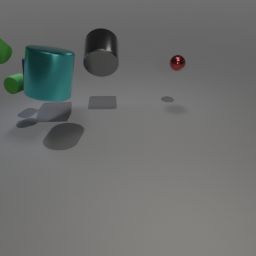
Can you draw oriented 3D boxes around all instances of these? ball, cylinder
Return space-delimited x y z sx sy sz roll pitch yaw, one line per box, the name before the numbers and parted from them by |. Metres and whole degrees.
ball | 2.183 -2.857 12.344 0.700 0.700 0.700 0 30 0
cylinder | -2.357 -1.646 8.368 1.400 1.400 1.400 8 20 -3
cylinder | -1.087 -3.065 11.425 1.400 1.400 1.400 -1 54 -2
cylinder | -4.160 -2.491 8.812 0.700 0.700 0.700 -7 68 18
cylinder | -4.540 -1.803 11.398 0.700 0.700 0.700 9 24 15

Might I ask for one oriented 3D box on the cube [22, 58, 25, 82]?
cube | -3.308 -2.010 11.334 1.400 1.400 1.400 -5 -2 0
